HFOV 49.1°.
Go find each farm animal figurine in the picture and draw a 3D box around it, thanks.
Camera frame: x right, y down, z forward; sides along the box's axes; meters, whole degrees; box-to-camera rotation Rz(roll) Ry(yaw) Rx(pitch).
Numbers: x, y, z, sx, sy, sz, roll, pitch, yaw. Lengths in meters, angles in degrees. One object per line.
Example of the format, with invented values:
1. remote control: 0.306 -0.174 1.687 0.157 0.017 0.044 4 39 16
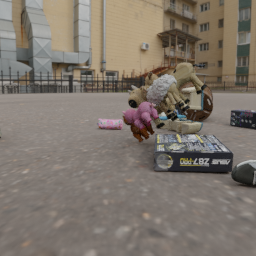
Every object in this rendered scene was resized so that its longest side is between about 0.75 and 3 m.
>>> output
1. farm animal figurine: 0.731 -0.858 7.721 2.295 1.429 2.842 -33 -11 -9

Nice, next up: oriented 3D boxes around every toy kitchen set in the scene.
1. toy kitchen set: 2.177 -0.764 10.986 1.261 1.715 2.140 -6 11 -28

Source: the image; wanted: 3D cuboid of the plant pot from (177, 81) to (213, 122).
1. plant pot: 3.376 -1.271 14.006 1.964 1.964 1.944 1 16 8

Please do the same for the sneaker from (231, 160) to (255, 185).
1. sneaker: 2.538 0.882 4.928 1.246 0.468 0.720 0 11 -4

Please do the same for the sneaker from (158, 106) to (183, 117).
1. sneaker: 1.969 -0.665 13.069 1.220 0.842 2.193 -8 3 1

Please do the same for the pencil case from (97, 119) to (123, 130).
1. pencil case: -0.712 -0.165 11.322 1.010 0.442 0.442 4 10 14

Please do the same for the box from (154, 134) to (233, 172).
1. box: 1.465 0.541 6.826 1.656 0.504 2.054 2 9 5

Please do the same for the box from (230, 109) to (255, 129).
1. box: 5.099 -0.382 11.836 0.790 0.685 1.292 -6 11 -34

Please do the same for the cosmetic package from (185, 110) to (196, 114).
1. cosmetic package: 3.650 -1.305 16.426 1.015 1.014 1.230 -8 14 -42

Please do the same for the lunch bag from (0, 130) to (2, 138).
1. lunch bag: -4.688 -0.236 8.939 0.975 1.399 1.174 12 18 40
